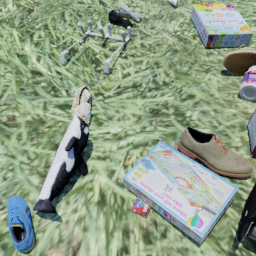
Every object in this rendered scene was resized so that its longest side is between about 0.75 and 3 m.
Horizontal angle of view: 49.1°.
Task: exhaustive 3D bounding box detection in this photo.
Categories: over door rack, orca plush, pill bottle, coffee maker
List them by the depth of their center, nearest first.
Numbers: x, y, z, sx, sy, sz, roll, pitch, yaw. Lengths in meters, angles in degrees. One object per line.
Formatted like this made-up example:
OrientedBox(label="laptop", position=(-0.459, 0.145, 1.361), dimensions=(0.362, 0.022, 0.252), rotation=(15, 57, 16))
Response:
OrientedBox(label="coffee maker", position=(3.940, 1.730, 5.291), dimensions=(2.861, 2.748, 1.927), rotation=(23, 56, 19))
OrientedBox(label="orca plush", position=(-1.407, 0.980, 7.189), dimensions=(0.940, 1.391, 2.643), rotation=(27, 45, -17))
OrientedBox(label="pill bottle", position=(4.250, -1.560, 9.526), dimensions=(0.690, 0.690, 1.238), rotation=(20, 52, 16))
OrientedBox(label="over door rack", position=(-1.188, -3.403, 11.015), dimensions=(2.005, 0.904, 2.714), rotation=(14, 51, 13))

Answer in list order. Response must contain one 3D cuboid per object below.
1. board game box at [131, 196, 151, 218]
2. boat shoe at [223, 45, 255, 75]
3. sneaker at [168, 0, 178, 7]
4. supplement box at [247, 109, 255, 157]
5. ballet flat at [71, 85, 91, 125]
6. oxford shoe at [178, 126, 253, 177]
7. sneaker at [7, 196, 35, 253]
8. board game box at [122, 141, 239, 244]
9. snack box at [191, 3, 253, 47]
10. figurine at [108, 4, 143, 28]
OrientedBox(label="board game box", position=(0.438, 1.796, 7.011), dimensions=(0.431, 0.081, 0.837), rotation=(21, 52, 17))
OrientedBox(label="boat shoe", position=(4.604, -2.534, 10.314), dimensions=(2.569, 0.942, 0.805), rotation=(0, 44, -14))
OrientedBox(label="sneaker", position=(2.239, -6.261, 13.919), dimensions=(0.423, 0.362, 0.972), rotation=(-12, 42, 4))
OrientedBox(label="supplement box", position=(4.366, -0.338, 7.217), dimensions=(1.675, 2.559, 1.320), rotation=(9, 50, 8))
OrientedBox(label="ballet flat", position=(-1.422, -0.740, 8.823), dimensions=(0.652, 0.551, 1.725), rotation=(23, 39, -33))
OrientedBox(label="oxford shoe", position=(2.372, 0.637, 7.516), dimensions=(2.109, 0.789, 0.743), rotation=(23, 46, 15))
OrientedBox(label="sneaker", position=(-2.510, 2.091, 6.440), dimensions=(0.485, 0.576, 1.470), rotation=(-21, 51, -15))
OrientedBox(label="board game box", position=(1.237, 1.440, 6.901), dimensions=(2.331, 0.399, 1.567), rotation=(32, 58, 31))
OrientedBox(label="snack box", position=(3.950, -4.475, 12.064), dimensions=(1.860, 0.693, 2.616), rotation=(-4, 49, -3))
OrientedBox(label="figurine", position=(-0.071, -5.042, 12.764), dimensions=(1.194, 0.527, 1.223), rotation=(33, 56, 16))
